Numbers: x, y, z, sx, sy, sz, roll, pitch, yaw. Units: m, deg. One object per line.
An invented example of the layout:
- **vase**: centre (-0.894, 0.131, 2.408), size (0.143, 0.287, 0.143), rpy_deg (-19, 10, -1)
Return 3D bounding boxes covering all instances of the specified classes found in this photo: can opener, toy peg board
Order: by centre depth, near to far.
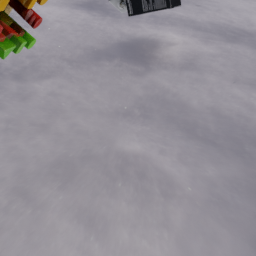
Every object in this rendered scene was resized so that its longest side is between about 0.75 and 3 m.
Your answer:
- **toy peg board**: centre (-1.935, -2.055, 4.540), size (0.989, 2.013, 2.021), rpy_deg (42, 28, -10)
- **can opener**: centre (-0.626, -4.480, 9.054), size (2.113, 0.556, 0.702), rpy_deg (18, 35, -51)

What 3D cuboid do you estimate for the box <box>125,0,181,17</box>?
- **box**: centre (0.640, -4.758, 8.596), size (1.588, 2.251, 0.888), rpy_deg (4, 27, 33)
